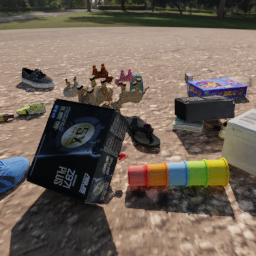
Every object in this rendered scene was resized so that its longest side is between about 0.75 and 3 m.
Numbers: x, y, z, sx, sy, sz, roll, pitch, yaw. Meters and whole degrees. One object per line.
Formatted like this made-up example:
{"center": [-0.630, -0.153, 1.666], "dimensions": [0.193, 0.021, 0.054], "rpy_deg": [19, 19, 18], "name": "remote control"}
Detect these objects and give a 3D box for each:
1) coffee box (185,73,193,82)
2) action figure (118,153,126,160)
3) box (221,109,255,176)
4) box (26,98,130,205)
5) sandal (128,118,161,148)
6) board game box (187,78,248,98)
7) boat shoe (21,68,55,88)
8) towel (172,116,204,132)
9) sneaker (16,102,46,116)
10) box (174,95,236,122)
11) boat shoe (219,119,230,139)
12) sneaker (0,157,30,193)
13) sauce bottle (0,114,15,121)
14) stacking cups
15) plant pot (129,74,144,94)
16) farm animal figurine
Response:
{"center": [3.631, -2.999, 16.719], "dimensions": [0.302, 0.433, 0.758], "rpy_deg": [-3, 24, -4], "name": "coffee box"}
{"center": [-0.895, 0.995, 7.824], "dimensions": [1.755, 0.454, 0.574], "rpy_deg": [-18, 4, 3], "name": "action figure"}
{"center": [3.917, 0.436, 8.289], "dimensions": [1.587, 1.366, 1.595], "rpy_deg": [-21, 34, -37], "name": "box"}
{"center": [-1.216, 0.553, 6.978], "dimensions": [1.821, 2.224, 0.958], "rpy_deg": [13, -12, 25], "name": "box"}
{"center": [0.479, 0.043, 10.100], "dimensions": [0.837, 0.533, 2.226], "rpy_deg": [-10, 28, -17], "name": "sandal"}
{"center": [4.557, -2.026, 14.483], "dimensions": [2.490, 0.557, 1.674], "rpy_deg": [-7, 26, -15], "name": "board game box"}
{"center": [-5.210, -2.962, 16.056], "dimensions": [2.764, 0.916, 0.966], "rpy_deg": [21, 33, 38], "name": "boat shoe"}
{"center": [2.441, -0.253, 11.201], "dimensions": [1.138, 0.234, 1.525], "rpy_deg": [10, 25, 16], "name": "towel"}
{"center": [-4.187, -0.847, 12.084], "dimensions": [1.252, 0.478, 0.472], "rpy_deg": [-13, 29, -25], "name": "sneaker"}
{"center": [2.951, -0.788, 10.944], "dimensions": [1.945, 0.767, 1.373], "rpy_deg": [-5, 13, -8], "name": "box"}
{"center": [3.726, -0.031, 10.290], "dimensions": [0.573, 0.490, 1.563], "rpy_deg": [10, 24, 24], "name": "boat shoe"}
{"center": [-3.630, 1.191, 7.171], "dimensions": [0.846, 1.007, 2.568], "rpy_deg": [14, 27, 32], "name": "sneaker"}
{"center": [-5.122, -0.434, 11.441], "dimensions": [0.892, 0.294, 0.294], "rpy_deg": [-10, 27, -23], "name": "sauce bottle"}
{"center": [1.283, 1.214, 7.494], "dimensions": [2.592, 0.784, 0.784], "rpy_deg": [-2, 25, 4], "name": "stacking cups"}
{"center": [0.444, -2.330, 14.697], "dimensions": [0.665, 0.941, 0.664], "rpy_deg": [-5, 25, -8], "name": "plant pot"}
{"center": [-1.025, -1.534, 12.566], "dimensions": [2.940, 1.550, 2.973], "rpy_deg": [-30, 44, -28], "name": "farm animal figurine"}
